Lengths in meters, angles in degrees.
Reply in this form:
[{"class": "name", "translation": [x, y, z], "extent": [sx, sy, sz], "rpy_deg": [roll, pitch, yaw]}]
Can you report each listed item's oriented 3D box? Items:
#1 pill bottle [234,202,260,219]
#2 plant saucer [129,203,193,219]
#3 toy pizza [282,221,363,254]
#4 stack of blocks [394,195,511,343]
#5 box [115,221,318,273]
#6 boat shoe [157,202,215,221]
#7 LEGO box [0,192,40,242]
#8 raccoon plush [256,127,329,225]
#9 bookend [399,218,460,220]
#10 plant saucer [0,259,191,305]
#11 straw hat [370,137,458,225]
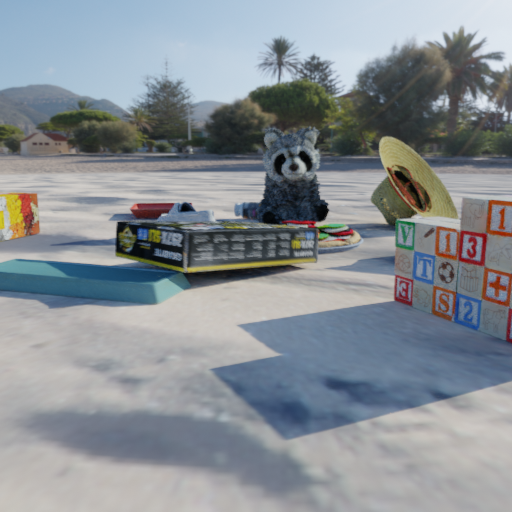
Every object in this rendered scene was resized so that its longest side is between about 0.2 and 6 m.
[{"class": "pill bottle", "translation": [-0.174, -1.265, 15.522], "extent": [0.811, 0.472, 0.472], "rpy_deg": [2, 11, 14]}, {"class": "plant saucer", "translation": [-2.730, -1.322, 16.357], "extent": [1.754, 0.323, 1.758], "rpy_deg": [-1, 12, -7]}, {"class": "toy pizza", "translation": [0.915, -0.448, 11.464], "extent": [2.520, 0.399, 2.520], "rpy_deg": [0, 11, 0]}, {"class": "stack of blocks", "translation": [2.574, 0.058, 6.075], "extent": [0.715, 1.406, 2.441], "rpy_deg": [-5, 11, -26]}, {"class": "box", "translation": [-0.632, -0.214, 8.986], "extent": [2.592, 0.640, 2.070], "rpy_deg": [-3, 10, -41]}, {"class": "boat shoe", "translation": [-1.607, -0.848, 12.639], "extent": [0.791, 0.752, 2.196], "rpy_deg": [-6, 12, -30]}, {"class": "LEGO box", "translation": [-6.356, -0.876, 12.222], "extent": [2.477, 0.956, 1.845], "rpy_deg": [3, 11, 17]}, {"class": "raccoon plush", "translation": [0.578, -2.067, 14.352], "extent": [1.713, 2.373, 3.541], "rpy_deg": [-9, 13, -19]}, {"class": "bookend", "translation": [3.549, -0.353, 10.012], "extent": [1.641, 0.761, 1.652], "rpy_deg": [5, 12, 27]}, {"class": "plant saucer", "translation": [-2.485, 0.314, 7.816], "extent": [3.009, 0.285, 1.052], "rpy_deg": [5, 12, 17]}, {"class": "straw hat", "translation": [3.644, -1.499, 14.234], "extent": [1.297, 3.064, 3.064], "rpy_deg": [-42, -17, 35]}]
